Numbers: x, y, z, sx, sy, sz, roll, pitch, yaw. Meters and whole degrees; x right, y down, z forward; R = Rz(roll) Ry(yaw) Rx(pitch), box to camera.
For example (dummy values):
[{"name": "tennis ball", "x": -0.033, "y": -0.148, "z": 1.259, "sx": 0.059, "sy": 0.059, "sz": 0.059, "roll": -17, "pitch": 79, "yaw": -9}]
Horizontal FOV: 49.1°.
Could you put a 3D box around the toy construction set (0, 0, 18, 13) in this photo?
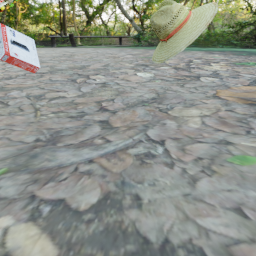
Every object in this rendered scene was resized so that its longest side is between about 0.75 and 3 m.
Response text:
[{"name": "toy construction set", "x": -3.658, "y": -3.669, "z": 7.973, "sx": 0.921, "sy": 0.647, "sz": 1.405, "roll": -22, "pitch": 15, "yaw": 30}]

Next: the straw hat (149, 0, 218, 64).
[{"name": "straw hat", "x": 1.144, "y": -2.880, "z": 7.573, "sx": 2.360, "sy": 0.999, "sz": 2.360, "roll": -40, "pitch": 22, "yaw": 20}]

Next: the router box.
[{"name": "router box", "x": -3.246, "y": -2.330, "z": 8.255, "sx": 1.119, "sy": 0.305, "sz": 1.247, "roll": 17, "pitch": 45, "yaw": -50}]
